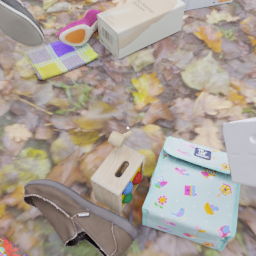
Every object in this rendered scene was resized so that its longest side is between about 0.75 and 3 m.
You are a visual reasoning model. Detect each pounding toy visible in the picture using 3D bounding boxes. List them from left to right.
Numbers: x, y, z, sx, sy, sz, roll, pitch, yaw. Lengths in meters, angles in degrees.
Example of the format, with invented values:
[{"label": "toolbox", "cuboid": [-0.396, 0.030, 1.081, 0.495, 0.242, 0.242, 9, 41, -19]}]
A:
[{"label": "pounding toy", "cuboid": [-0.034, 0.809, 6.232, 0.816, 1.784, 1.567, 27, 58, 18]}]

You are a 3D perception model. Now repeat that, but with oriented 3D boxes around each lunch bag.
[{"label": "lunch bag", "cuboid": [1.464, 1.246, 6.188, 1.855, 1.328, 2.178, 15, 57, 14]}]

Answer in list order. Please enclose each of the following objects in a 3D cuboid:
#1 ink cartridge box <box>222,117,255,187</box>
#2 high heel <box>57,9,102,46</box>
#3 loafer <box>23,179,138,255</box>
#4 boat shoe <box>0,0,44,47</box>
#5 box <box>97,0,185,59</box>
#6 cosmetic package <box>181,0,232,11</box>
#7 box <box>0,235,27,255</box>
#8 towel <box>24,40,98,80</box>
[{"label": "ink cartridge box", "cuboid": [2.542, 0.154, 3.546, 2.088, 1.541, 0.894, -11, 91, -20]}, {"label": "high heel", "cuboid": [-1.675, -3.636, 9.768, 1.213, 0.852, 2.529, 42, 51, 16]}, {"label": "loafer", "cuboid": [-1.175, 1.947, 5.902, 2.715, 0.991, 0.964, 21, 56, 15]}, {"label": "boat shoe", "cuboid": [-2.874, -2.819, 6.297, 0.899, 2.688, 0.766, -13, 69, 24]}, {"label": "box", "cuboid": [0.475, -3.708, 9.878, 2.860, 1.112, 1.358, -31, 60, -20]}, {"label": "cosmetic package", "cuboid": [3.151, -5.560, 11.201, 2.246, 1.139, 0.800, -14, 56, -9]}, {"label": "box", "cuboid": [-3.227, 2.678, 5.756, 1.935, 0.378, 1.324, 27, 59, 18]}, {"label": "towel", "cuboid": [-2.276, -2.474, 9.539, 2.185, 0.249, 1.569, -24, 57, -16]}]
